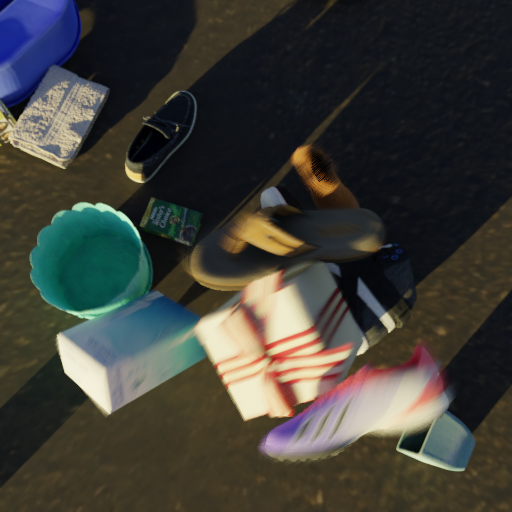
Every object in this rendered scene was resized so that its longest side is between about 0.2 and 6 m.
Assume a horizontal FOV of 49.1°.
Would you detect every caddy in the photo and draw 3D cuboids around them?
[{"bbox_3d":[-5.367,-4.737,11.683,2.532,1.880,3.582,40,74,-3],"label":"caddy"}]

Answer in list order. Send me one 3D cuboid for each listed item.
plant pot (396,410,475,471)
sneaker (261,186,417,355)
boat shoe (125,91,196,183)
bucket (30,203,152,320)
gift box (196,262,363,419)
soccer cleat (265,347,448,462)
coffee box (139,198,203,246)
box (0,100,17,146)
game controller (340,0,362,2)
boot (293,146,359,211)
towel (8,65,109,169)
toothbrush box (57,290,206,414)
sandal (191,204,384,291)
[{"bbox_3d":[3.183,3.202,9.685,0.941,0.924,0.922,30,74,-3],"label":"plant pot"},{"bbox_3d":[1.665,-0.086,10.481,1.928,1.259,3.447,-31,89,-10],"label":"sneaker"},{"bbox_3d":[-1.958,-2.559,11.599,0.847,0.707,2.271,29,73,11],"label":"boat shoe"},{"bbox_3d":[-2.953,0.205,10.366,2.081,1.354,2.081,0,72,0],"label":"bucket"},{"bbox_3d":[0.496,1.202,9.017,2.189,2.044,2.020,-30,92,30],"label":"gift box"},{"bbox_3d":[1.317,2.070,7.814,2.634,0.898,0.964,-17,93,-3],"label":"soccer cleat"},{"bbox_3d":[-1.698,-0.684,11.231,1.120,0.246,0.689,19,73,6],"label":"coffee box"},{"bbox_3d":[-5.920,-2.385,11.522,2.002,0.753,0.502,-32,75,-11],"label":"box"},{"bbox_3d":[1.711,-6.336,12.981,1.726,0.364,0.901,9,73,2],"label":"game controller"},{"bbox_3d":[1.390,-1.292,10.345,0.709,1.435,1.848,-35,97,0],"label":"boot"},{"bbox_3d":[-4.133,-2.948,11.766,1.358,0.353,2.050,23,75,-4],"label":"towel"},{"bbox_3d":[-2.068,1.531,9.479,1.459,0.850,1.993,24,36,39],"label":"toothbrush box"},{"bbox_3d":[0.475,-0.301,8.653,3.074,0.839,1.256,-9,50,2],"label":"sandal"}]
